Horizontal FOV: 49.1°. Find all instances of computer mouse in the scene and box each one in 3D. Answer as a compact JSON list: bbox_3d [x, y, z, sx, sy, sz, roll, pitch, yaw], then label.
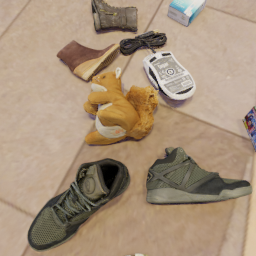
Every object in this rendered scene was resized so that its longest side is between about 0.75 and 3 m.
[{"bbox_3d":[0.993,-1.867,8.694,1.588,0.635,2.896,-22,63,-14],"label":"computer mouse"}]

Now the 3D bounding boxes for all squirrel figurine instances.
[{"bbox_3d":[-0.209,-0.690,7.947,2.087,1.477,1.948,3,56,-14],"label":"squirrel figurine"}]

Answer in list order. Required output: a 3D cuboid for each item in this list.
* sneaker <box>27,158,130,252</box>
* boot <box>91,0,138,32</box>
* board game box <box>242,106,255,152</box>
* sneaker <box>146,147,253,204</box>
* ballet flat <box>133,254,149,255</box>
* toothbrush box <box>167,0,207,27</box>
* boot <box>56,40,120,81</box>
[{"bbox_3d":[-1.241,1.715,6.623,2.963,1.697,1.133,-34,70,-11],"label":"sneaker"},{"bbox_3d":[-0.445,-4.016,9.626,1.558,0.619,1.789,-7,74,-7],"label":"boot"},{"bbox_3d":[3.679,0.020,7.558,0.373,1.208,1.209,-12,68,-5],"label":"board game box"},{"bbox_3d":[1.788,1.165,7.185,2.661,1.017,1.524,-2,74,5],"label":"sneaker"},{"bbox_3d":[0.132,3.162,6.733,0.835,0.295,0.295,-11,68,-3],"label":"ballet flat"},{"bbox_3d":[2.063,-4.222,9.700,0.863,0.503,1.179,36,71,13],"label":"toothbrush box"},{"bbox_3d":[-1.253,-2.424,8.891,1.404,0.611,1.687,42,77,14],"label":"boot"}]
